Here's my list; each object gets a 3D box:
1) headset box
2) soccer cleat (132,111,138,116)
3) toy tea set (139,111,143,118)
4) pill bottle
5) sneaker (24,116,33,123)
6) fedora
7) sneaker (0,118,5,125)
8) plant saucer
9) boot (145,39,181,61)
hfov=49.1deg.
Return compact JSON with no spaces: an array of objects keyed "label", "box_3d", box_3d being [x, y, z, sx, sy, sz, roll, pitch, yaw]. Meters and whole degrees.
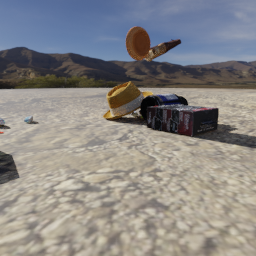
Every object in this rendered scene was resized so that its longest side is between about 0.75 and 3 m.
[{"label":"headset box","box_3d":[2.207,-0.370,10.909,1.790,0.929,2.405,-10,16,-43]},{"label":"soccer cleat","box_3d":[0.385,-0.760,14.988,0.337,0.273,0.781,14,16,7]},{"label":"toy tea set","box_3d":[1.659,-0.930,14.885,2.711,1.003,1.612,-2,40,-29]},{"label":"pill bottle","box_3d":[1.775,-0.958,13.119,2.292,1.282,1.282,-9,14,-42]},{"label":"sneaker","box_3d":[-4.607,-0.419,12.950,0.318,0.287,0.776,4,10,-5]},{"label":"fedora","box_3d":[-0.175,-1.518,14.000,2.903,1.184,2.903,-22,19,8]},{"label":"sneaker","box_3d":[-5.932,-0.468,12.223,1.810,0.641,0.661,9,14,41]},{"label":"plant saucer","box_3d":[0.553,-4.038,13.362,1.571,1.571,0.294,-9,14,-41]},{"label":"boot","box_3d":[1.737,-4.026,14.437,1.528,0.665,1.837,-24,11,-16]}]
